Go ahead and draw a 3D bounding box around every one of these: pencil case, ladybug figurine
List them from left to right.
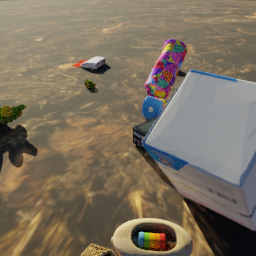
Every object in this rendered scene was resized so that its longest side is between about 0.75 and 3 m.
[{"bbox_3d":[0.367,1.859,4.414,1.270,0.457,0.862,5,30,8],"label":"ladybug figurine"},{"bbox_3d":[1.340,-2.089,9.862,0.974,0.974,2.204,14,66,23],"label":"pencil case"}]

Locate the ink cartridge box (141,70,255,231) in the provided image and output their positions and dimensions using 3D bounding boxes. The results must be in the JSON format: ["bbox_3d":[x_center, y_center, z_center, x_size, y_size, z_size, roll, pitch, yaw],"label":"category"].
[{"bbox_3d":[1.591,0.420,4.715,1.586,2.154,1.558,22,71,36],"label":"ink cartridge box"}]

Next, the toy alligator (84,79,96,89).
[{"bbox_3d":[-1.551,-1.787,10.966,0.326,0.237,0.985,-15,33,-25],"label":"toy alligator"}]

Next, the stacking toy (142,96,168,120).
[{"bbox_3d":[1.050,-0.674,8.771,0.670,0.708,1.221,25,27,33],"label":"stacking toy"}]

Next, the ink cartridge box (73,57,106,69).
[{"bbox_3d":[-1.851,-3.151,13.282,1.284,0.366,1.043,14,33,16],"label":"ink cartridge box"}]

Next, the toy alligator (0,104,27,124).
[{"bbox_3d":[-3.945,-0.326,8.206,2.069,0.497,0.686,-8,0,7],"label":"toy alligator"}]

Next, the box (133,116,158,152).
[{"bbox_3d":[1.596,0.160,7.267,2.372,0.546,1.886,-22,37,-34],"label":"box"}]

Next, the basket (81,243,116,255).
[{"bbox_3d":[-0.421,2.098,3.867,0.621,0.595,0.834,12,32,22],"label":"basket"}]
